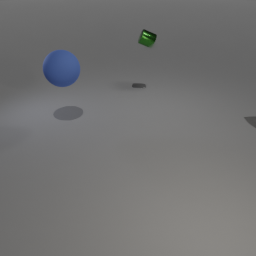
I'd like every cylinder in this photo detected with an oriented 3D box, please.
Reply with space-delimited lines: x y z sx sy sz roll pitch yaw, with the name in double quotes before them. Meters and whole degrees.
"cylinder" 0.932 -4.315 13.553 0.700 0.700 0.700 19 25 -14

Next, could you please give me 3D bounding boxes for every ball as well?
"ball" -2.538 -2.273 10.723 1.400 1.400 1.400 0 28 0
